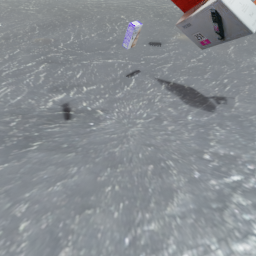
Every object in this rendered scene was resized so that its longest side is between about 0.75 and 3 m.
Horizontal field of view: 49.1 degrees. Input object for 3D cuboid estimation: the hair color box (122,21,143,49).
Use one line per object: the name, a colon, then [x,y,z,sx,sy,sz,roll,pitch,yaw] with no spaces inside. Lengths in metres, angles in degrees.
hair color box: [0.144,-3.146,9.494,0.278,0.857,0.468,40,46,15]

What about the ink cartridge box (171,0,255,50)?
ink cartridge box: [1.742,-2.874,6.712,2.026,0.508,2.334,36,-2,-15]

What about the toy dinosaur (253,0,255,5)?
toy dinosaur: [3.013,-2.746,5.988,1.269,1.152,0.666,17,52,13]
